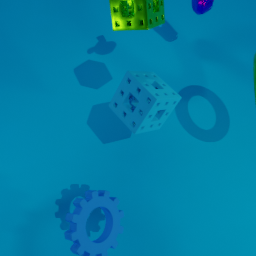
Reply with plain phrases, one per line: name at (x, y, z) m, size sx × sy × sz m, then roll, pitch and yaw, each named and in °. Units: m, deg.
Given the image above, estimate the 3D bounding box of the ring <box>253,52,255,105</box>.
ring at (3.184, -0.845, 6.429) m, size 0.398 × 1.988 × 1.988 m, roll -4°, pitch 57°, yaw 29°

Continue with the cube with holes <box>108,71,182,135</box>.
cube with holes at (0.360, -0.576, 6.142) m, size 0.947 × 0.947 × 0.947 m, roll -11°, pitch 51°, yaw -49°

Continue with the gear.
gear at (-0.629, 1.900, 5.548) m, size 0.241 × 1.303 × 1.303 m, roll -9°, pitch 50°, yaw 45°

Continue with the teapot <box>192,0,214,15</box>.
teapot at (2.302, -3.832, 8.436) m, size 0.605 × 0.768 × 1.235 m, roll -9°, pitch 17°, yaw -6°

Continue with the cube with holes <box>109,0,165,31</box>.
cube with holes at (0.192, -2.419, 5.555) m, size 0.798 × 0.798 × 0.798 m, roll 10°, pitch 31°, yaw 30°
